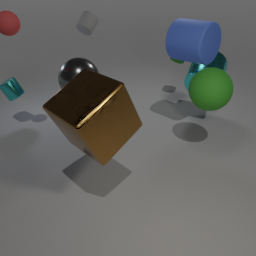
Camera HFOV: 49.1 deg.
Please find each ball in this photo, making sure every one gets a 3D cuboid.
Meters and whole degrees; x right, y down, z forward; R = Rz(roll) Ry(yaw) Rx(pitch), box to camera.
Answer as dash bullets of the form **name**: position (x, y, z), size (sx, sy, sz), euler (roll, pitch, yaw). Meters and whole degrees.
- **ball**: position (2.682, -1.256, 9.104), size (1.400, 1.400, 1.400), euler (0, 30, 0)
- **ball**: position (-3.517, -3.057, 8.186), size (0.700, 0.700, 0.700), euler (0, 30, 0)
- **ball**: position (-1.650, -1.672, 9.488), size (1.400, 1.400, 1.400), euler (0, 30, 0)

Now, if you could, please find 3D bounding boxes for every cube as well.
- **cube**: position (-0.775, -0.279, 6.445), size (1.400, 1.400, 1.400), euler (28, 66, 40)

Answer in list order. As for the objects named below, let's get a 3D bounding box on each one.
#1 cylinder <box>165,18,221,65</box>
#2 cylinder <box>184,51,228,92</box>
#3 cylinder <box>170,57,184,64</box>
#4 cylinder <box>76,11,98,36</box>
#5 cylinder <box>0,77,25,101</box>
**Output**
- **cylinder**: position (2.256, -2.996, 9.690), size (1.400, 1.400, 1.400), euler (24, 38, 38)
- **cylinder**: position (3.105, -2.151, 11.149), size (1.400, 1.400, 1.400), euler (13, 57, 22)
- **cylinder**: position (2.410, -3.477, 13.096), size (0.700, 0.700, 0.700), euler (23, -4, 2)
- **cylinder**: position (-1.667, -4.280, 11.458), size (0.700, 0.700, 0.700), euler (19, 76, 29)
- **cylinder**: position (-4.503, -1.514, 10.856), size (0.700, 0.700, 0.700), euler (-24, 28, 13)
